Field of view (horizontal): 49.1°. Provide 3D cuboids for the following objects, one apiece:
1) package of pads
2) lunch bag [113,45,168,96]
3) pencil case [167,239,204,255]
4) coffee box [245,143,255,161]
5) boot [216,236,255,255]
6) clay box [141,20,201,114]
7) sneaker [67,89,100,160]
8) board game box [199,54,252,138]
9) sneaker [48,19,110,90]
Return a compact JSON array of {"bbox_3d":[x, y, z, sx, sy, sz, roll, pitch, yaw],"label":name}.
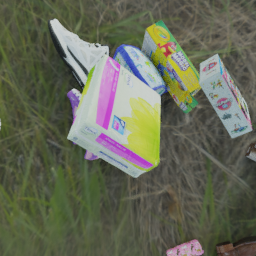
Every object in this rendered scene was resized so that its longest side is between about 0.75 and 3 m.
[{"bbox_3d":[-0.135,-0.339,6.827,2.059,0.909,2.665,33,40,-24],"label":"package of pads"},{"bbox_3d":[0.359,-1.682,9.095,1.288,2.021,1.719,-36,84,6],"label":"lunch bag"},{"bbox_3d":[1.841,4.038,9.090,1.162,0.481,0.503,-22,88,-4],"label":"pencil case"},{"bbox_3d":[4.574,0.929,9.596,0.889,0.354,0.508,28,81,3],"label":"coffee box"},{"bbox_3d":[3.938,4.625,8.899,1.933,0.666,2.074,-14,79,11],"label":"boot"},{"bbox_3d":[1.530,-1.926,9.362,0.680,1.641,2.857,-33,84,-7],"label":"clay box"},{"bbox_3d":[-1.480,-0.036,9.443,1.174,1.068,2.655,-30,84,4],"label":"sneaker"},{"bbox_3d":[2.604,-0.872,7.512,0.595,1.367,1.852,-27,112,29],"label":"board game box"},{"bbox_3d":[-1.597,-2.832,9.953,1.585,1.040,2.755,-32,91,-13],"label":"sneaker"}]
